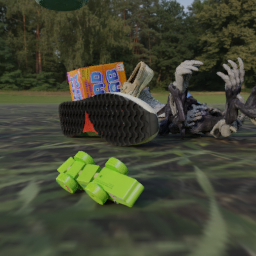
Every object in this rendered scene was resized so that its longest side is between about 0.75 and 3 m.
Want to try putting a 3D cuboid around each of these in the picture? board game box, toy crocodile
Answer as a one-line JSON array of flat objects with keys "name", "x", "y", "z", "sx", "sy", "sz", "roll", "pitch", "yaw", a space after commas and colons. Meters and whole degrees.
[{"name": "board game box", "x": -1.278, "y": -1.652, "z": 12.033, "sx": 1.919, "sy": 1.919, "sz": 1.920, "roll": -15, "pitch": 12, "yaw": -25}, {"name": "toy crocodile", "x": -0.251, "y": 0.398, "z": 2.138, "sx": 0.906, "sy": 0.280, "sz": 0.306, "roll": 7, "pitch": 50, "yaw": 42}]

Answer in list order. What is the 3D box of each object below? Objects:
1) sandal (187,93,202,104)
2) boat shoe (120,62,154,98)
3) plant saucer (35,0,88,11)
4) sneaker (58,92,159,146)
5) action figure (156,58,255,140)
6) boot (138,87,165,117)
[{"name": "sandal", "x": 2.603, "y": -1.086, "z": 12.508, "sx": 0.964, "sy": 1.056, "sz": 2.425, "roll": 0, "pitch": 7, "yaw": -18}, {"name": "boat shoe", "x": 0.048, "y": -1.353, "z": 10.015, "sx": 0.719, "sy": 2.214, "sz": 0.799, "roll": 39, "pitch": -6, "yaw": -29}, {"name": "plant saucer", "x": -1.512, "y": -2.888, "z": 6.305, "sx": 1.310, "sy": 0.236, "sz": 1.310, "roll": 0, "pitch": 6, "yaw": 0}, {"name": "sneaker", "x": -0.226, "y": -0.230, "z": 5.098, "sx": 1.136, "sy": 0.855, "sz": 2.429, "roll": -13, "pitch": 11, "yaw": -43}, {"name": "action figure", "x": 1.550, "y": -0.487, "z": 4.898, "sx": 1.741, "sy": 1.494, "sz": 2.929, "roll": -19, "pitch": 19, "yaw": -40}, {"name": "boot", "x": 0.899, "y": -1.026, "z": 11.067, "sx": 2.444, "sy": 1.168, "sz": 0.899, "roll": -3, "pitch": 4, "yaw": -23}]
